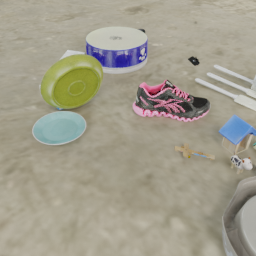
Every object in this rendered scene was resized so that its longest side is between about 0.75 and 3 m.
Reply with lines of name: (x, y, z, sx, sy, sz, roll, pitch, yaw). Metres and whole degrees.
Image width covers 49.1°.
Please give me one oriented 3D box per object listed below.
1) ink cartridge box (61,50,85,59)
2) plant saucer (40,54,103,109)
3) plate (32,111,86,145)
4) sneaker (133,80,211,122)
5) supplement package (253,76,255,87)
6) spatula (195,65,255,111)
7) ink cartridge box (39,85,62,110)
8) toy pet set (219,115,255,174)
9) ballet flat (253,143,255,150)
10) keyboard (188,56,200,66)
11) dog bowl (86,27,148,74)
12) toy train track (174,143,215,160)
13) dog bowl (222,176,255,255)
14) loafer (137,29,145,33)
ink cartridge box: (-2.694, -3.283, 13.451, 0.948, 0.293, 1.169, 12, 51, 14)
plant saucer: (-1.816, -1.456, 9.631, 2.312, 2.312, 0.359, -21, 56, -24)
plate: (-2.276, 0.028, 9.386, 1.767, 0.226, 1.767, -1, 40, 1)
sneaker: (1.563, -1.043, 9.846, 2.770, 1.321, 1.094, 3, 38, 1)
supplement package: (5.657, -1.547, 10.393, 1.132, 1.128, 1.929, 2, 48, -3)
spatula: (4.428, -1.728, 11.518, 2.910, 0.234, 2.023, 33, 55, 30)
ink cartridge box: (-2.637, -1.362, 10.801, 0.965, 0.565, 1.335, -32, 48, -32)
toy pet set: (3.778, 0.459, 8.202, 1.988, 1.056, 1.856, -19, 43, -23)
ballet flat: (4.360, 0.411, 8.892, 1.168, 0.394, 0.364, -34, 78, -29)
keyboard: (3.206, -3.196, 13.429, 0.399, 0.152, 0.766, -27, 43, 3)
dog bowl: (-0.520, -3.739, 13.243, 2.910, 1.146, 2.910, 0, 40, 0)
toy train track: (2.001, 0.796, 8.502, 1.214, 0.197, 0.696, 13, 34, 7)
dog bowl: (3.432, 2.402, 5.983, 2.961, 0.868, 2.961, 0, 39, 0)
loafer: (0.397, -4.859, 15.103, 0.595, 0.575, 1.694, 34, 55, 28)
